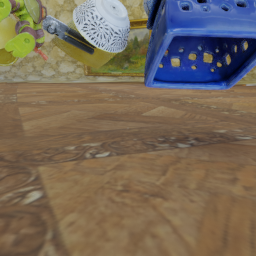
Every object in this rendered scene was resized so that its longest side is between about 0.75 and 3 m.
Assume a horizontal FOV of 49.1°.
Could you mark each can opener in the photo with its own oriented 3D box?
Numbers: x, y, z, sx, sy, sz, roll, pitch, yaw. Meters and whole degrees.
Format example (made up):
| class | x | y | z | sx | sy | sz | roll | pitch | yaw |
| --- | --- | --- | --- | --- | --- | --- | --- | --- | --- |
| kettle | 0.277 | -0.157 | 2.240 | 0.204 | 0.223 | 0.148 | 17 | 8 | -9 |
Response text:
| class | x | y | z | sx | sy | sz | roll | pitch | yaw |
| --- | --- | --- | --- | --- | --- | --- | --- | --- | --- |
| can opener | -1.779 | -2.879 | 8.635 | 1.737 | 0.463 | 0.581 | 24 | 23 | -22 |

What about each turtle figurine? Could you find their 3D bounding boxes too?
| class | x | y | z | sx | sy | sz | roll | pitch | yaw |
| --- | --- | --- | --- | --- | --- | --- | --- | --- | --- |
| turtle figurine | -2.162 | -2.376 | 5.945 | 0.886 | 2.750 | 2.218 | -11 | 40 | 0 |

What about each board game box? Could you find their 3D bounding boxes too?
| class | x | y | z | sx | sy | sz | roll | pitch | yaw |
| --- | --- | --- | --- | --- | --- | --- | --- | --- | --- |
| board game box | 1.666 | -3.682 | 10.102 | 2.675 | 2.677 | 0.825 | -8 | 37 | 54 |

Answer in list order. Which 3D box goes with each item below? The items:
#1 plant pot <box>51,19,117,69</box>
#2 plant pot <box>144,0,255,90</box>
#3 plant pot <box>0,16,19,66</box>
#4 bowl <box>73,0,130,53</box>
| class | x | y | z | sx | sy | sz | roll | pitch | yaw |
| --- | --- | --- | --- | --- | --- | --- | --- | --- | --- |
| plant pot | -1.357 | -3.579 | 11.237 | 2.762 | 1.961 | 2.762 | -36 | 18 | 14 |
| plant pot | 1.719 | -2.435 | 6.784 | 2.470 | 2.220 | 2.470 | 0 | -20 | -7 |
| plant pot | -3.607 | -2.355 | 7.980 | 1.382 | 1.382 | 0.981 | -10 | 58 | -39 |
| bowl | -0.537 | -2.940 | 7.496 | 1.707 | 1.707 | 0.801 | -11 | -22 | -42 |
